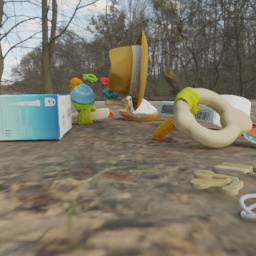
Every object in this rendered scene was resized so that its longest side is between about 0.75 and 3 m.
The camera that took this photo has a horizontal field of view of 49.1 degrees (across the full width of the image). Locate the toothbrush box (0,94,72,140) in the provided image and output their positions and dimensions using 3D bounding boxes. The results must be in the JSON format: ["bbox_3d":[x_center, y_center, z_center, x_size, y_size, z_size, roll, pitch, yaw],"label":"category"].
[{"bbox_3d":[-3.050,-0.344,7.700,2.701,1.152,1.978,0,7,-4],"label":"toothbrush box"}]

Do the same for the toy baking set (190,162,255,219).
[{"bbox_3d":[1.539,0.705,3.156,1.392,0.211,1.814,-6,9,-25],"label":"toy baking set"}]

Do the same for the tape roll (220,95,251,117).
[{"bbox_3d":[3.997,-0.764,11.269,1.723,0.603,1.723,10,-11,2],"label":"tape roll"}]

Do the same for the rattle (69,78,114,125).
[{"bbox_3d":[-1.527,-1.081,11.730,1.667,1.829,2.560,-23,1,34],"label":"rattle"}]

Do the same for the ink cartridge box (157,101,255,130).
[{"bbox_3d":[2.835,-0.202,9.860,2.884,0.823,2.344,23,-9,-39],"label":"ink cartridge box"}]

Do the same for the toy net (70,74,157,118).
[{"bbox_3d":[-0.435,-0.977,9.545,2.947,0.569,1.546,20,36,7],"label":"toy net"}]

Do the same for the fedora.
[{"bbox_3d":[-0.077,-1.640,8.063,1.005,2.464,2.464,3,7,-6],"label":"fedora"}]

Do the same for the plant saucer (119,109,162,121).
[{"bbox_3d":[0.810,-0.625,13.069,2.485,0.465,2.485,1,6,0],"label":"plant saucer"}]

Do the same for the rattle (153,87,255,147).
[{"bbox_3d":[2.033,0.203,6.611,2.443,1.745,1.590,16,34,-10],"label":"rattle"}]
